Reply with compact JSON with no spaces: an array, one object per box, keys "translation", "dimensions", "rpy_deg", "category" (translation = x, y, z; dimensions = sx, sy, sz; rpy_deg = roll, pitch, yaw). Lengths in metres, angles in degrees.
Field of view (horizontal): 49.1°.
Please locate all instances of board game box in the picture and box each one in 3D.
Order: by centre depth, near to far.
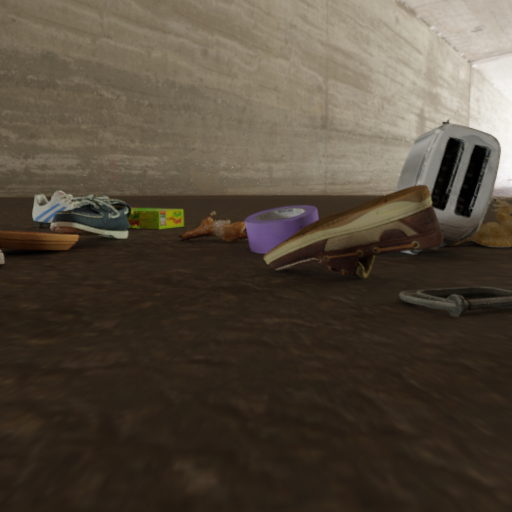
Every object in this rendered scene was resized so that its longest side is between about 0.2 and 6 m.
[{"translation":[-3.080,-1.029,15.201],"dimensions":[2.014,0.480,1.023],"rpy_deg":[5,9,31],"category":"board game box"}]

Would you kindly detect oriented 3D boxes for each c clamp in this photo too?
[{"translation":[2.262,0.415,5.518],"dimensions":[1.521,0.206,1.300],"rpy_deg":[-2,8,-14],"category":"c clamp"}]

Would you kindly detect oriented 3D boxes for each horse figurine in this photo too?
[{"translation":[-0.604,-0.556,11.543],"dimensions":[1.717,0.429,1.138],"rpy_deg":[11,27,24],"category":"horse figurine"}]

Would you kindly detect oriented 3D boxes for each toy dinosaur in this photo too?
[{"translation":[4.780,-0.478,10.818],"dimensions":[2.984,0.868,1.509],"rpy_deg":[-8,20,9],"category":"toy dinosaur"}]

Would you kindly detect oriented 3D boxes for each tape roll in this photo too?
[{"translation":[0.478,-0.488,9.982],"dimensions":[1.300,0.552,1.300],"rpy_deg":[-9,14,2],"category":"tape roll"}]

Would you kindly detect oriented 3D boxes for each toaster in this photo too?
[{"translation":[3.159,-1.234,9.290],"dimensions":[1.321,2.325,1.502],"rpy_deg":[18,3,1],"category":"toaster"}]

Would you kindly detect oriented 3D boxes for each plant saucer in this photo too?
[{"translation":[-3.929,-0.267,9.789],"dimensions":[1.572,0.294,1.572],"rpy_deg":[3,2,0],"category":"plant saucer"}]

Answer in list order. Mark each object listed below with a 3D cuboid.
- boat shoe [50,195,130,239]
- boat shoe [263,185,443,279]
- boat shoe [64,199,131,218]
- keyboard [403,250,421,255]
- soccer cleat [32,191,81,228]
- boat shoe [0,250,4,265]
[{"translation":[-3.216,-0.796,11.198],"dimensions":[0.991,0.819,2.647],"rpy_deg":[8,2,13],"category":"boat shoe"},{"translation":[1.163,-0.092,7.089],"dimensions":[2.459,0.885,0.887],"rpy_deg":[-21,8,37],"category":"boat shoe"},{"translation":[-3.837,-0.976,13.692],"dimensions":[0.648,0.785,2.097],"rpy_deg":[5,10,39],"category":"boat shoe"},{"translation":[1.810,-0.323,10.459],"dimensions":[0.794,0.150,2.820],"rpy_deg":[16,-1,-29],"category":"keyboard"},{"translation":[-4.845,-1.207,14.647],"dimensions":[2.274,0.982,0.794],"rpy_deg":[2,8,13],"category":"soccer cleat"},{"translation":[-4.443,-0.381,8.463],"dimensions":[0.797,0.990,2.135],"rpy_deg":[-7,10,-44],"category":"boat shoe"}]
